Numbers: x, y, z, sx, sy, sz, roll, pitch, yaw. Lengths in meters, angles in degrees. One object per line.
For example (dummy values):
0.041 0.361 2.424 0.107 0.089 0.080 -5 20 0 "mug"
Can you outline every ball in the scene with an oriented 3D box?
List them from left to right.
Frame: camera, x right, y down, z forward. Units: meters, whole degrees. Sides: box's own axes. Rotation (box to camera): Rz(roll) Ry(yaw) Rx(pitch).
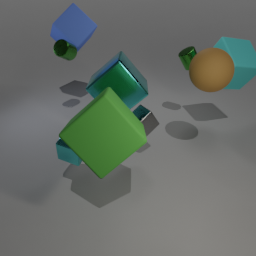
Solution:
2.665 -1.850 8.971 1.400 1.400 1.400 0 31 0 "ball"

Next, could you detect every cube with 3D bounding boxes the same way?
-1.599 0.550 8.167 0.700 0.700 0.700 18 47 11 "cube"
-2.462 -4.370 12.591 1.400 1.400 1.400 -53 14 -14 "cube"
-0.548 0.053 6.709 1.400 1.400 1.400 -40 12 9 "cube"
-0.314 -1.398 9.098 1.400 1.400 1.400 -37 20 18 "cube"
0.515 -0.249 9.665 0.700 0.700 0.700 -44 40 -6 "cube"
3.999 -2.463 10.849 1.400 1.400 1.400 -1 62 -23 "cube"

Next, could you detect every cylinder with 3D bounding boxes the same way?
-2.524 -3.143 11.306 0.700 0.700 0.700 12 4 20 "cylinder"
2.490 -2.813 11.313 0.700 0.700 0.700 -27 29 16 "cylinder"
